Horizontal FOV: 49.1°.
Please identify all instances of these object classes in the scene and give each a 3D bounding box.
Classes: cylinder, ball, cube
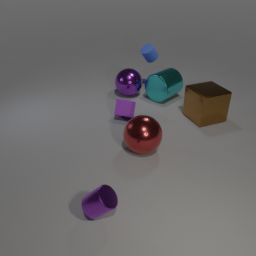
[{"bbox_3d":[1.106,-3.845,14.397,0.700,0.700,0.700,-18,51,24],"label":"cylinder"},{"bbox_3d":[0.529,0.232,9.984,1.400,1.400,1.400,0,31,0],"label":"ball"},{"bbox_3d":[-0.745,1.951,7.407,0.700,0.700,0.700,-36,17,28],"label":"cylinder"},{"bbox_3d":[0.036,-2.323,14.239,1.400,1.400,1.400,0,31,0],"label":"ball"},{"bbox_3d":[1.786,-2.144,13.907,1.400,1.400,1.400,26,39,36],"label":"cylinder"},{"bbox_3d":[-0.122,-0.862,12.239,0.700,0.700,0.700,10,4,16],"label":"cube"},{"bbox_3d":[3.373,-1.065,12.118,1.400,1.400,1.400,-12,33,-19],"label":"cube"}]
